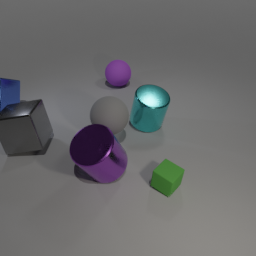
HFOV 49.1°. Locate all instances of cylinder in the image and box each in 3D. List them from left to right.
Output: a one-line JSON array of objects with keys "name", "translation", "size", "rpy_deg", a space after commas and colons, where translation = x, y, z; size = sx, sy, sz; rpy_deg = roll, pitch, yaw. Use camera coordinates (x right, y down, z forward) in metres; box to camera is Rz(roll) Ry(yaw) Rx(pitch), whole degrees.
[{"name": "cylinder", "translation": [-0.866, 0.806, 8.606], "size": [1.400, 1.400, 1.400], "rpy_deg": [-9, 57, 14]}, {"name": "cylinder", "translation": [0.855, -0.785, 11.263], "size": [1.400, 1.400, 1.400], "rpy_deg": [6, 47, -7]}]

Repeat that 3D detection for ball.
[{"name": "ball", "translation": [-0.664, -0.444, 10.040], "size": [1.400, 1.400, 1.400], "rpy_deg": [0, 32, 0]}, {"name": "ball", "translation": [-0.524, -2.916, 14.900], "size": [1.400, 1.400, 1.400], "rpy_deg": [0, 32, 0]}]

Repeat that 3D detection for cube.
[{"name": "cube", "translation": [-5.652, -1.422, 12.039], "size": [1.400, 1.400, 1.400], "rpy_deg": [4, 6, 12]}, {"name": "cube", "translation": [-3.737, -0.056, 10.104], "size": [1.400, 1.400, 1.400], "rpy_deg": [-9, 28, 6]}, {"name": "cube", "translation": [1.189, 1.504, 8.478], "size": [0.700, 0.700, 0.700], "rpy_deg": [30, 46, 27]}]
